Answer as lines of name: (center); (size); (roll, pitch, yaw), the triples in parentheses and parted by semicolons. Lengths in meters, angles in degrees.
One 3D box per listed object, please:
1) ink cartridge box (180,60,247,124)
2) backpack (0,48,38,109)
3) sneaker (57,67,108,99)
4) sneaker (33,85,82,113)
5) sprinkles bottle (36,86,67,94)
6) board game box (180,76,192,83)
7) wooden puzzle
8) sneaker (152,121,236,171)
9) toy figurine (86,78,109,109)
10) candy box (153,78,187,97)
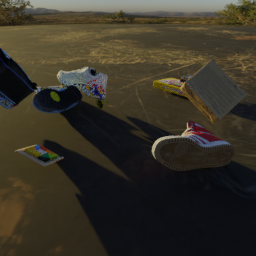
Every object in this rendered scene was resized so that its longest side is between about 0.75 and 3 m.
ink cartridge box: (2.638, -1.125, 8.716); (1.286, 0.586, 1.561); (-39, 81, -15)
backpack: (-4.500, -1.940, 9.773); (1.400, 1.900, 2.081); (-43, 62, -5)
sneaker: (-1.790, -1.970, 11.191); (2.602, 1.054, 0.978); (24, 15, 31)
sneaker: (-2.539, -0.841, 9.668); (1.020, 0.857, 2.601); (-31, 4, 21)
sprinkles bottle: (-3.102, -1.510, 11.670); (1.373, 0.469, 0.469); (-6, 26, -13)
board game box: (2.912, -2.109, 12.432); (0.811, 0.278, 0.981); (24, 25, 36)
wooden puzzle: (-2.158, 0.634, 6.919); (0.922, 0.172, 0.853); (21, 11, 11)
sneaker: (1.376, 0.376, 6.924); (2.330, 0.830, 1.310); (6, 22, -29)
toy figurine: (-0.967, -1.267, 10.064); (0.564, 1.068, 0.640); (-30, 2, 24)
candy box: (2.514, -1.727, 12.229); (1.361, 0.352, 2.662); (-13, 28, -40)
